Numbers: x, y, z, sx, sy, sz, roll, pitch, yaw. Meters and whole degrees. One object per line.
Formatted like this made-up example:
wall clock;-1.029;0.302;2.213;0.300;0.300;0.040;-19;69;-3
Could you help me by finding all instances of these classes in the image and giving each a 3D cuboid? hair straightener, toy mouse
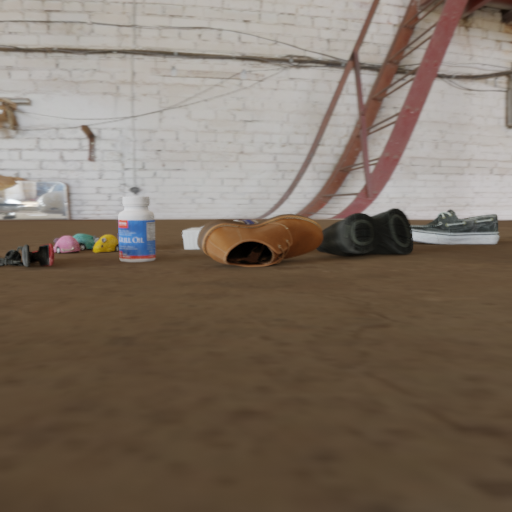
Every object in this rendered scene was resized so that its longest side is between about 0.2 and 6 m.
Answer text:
hair straightener;-3.892;-0.037;9.217;0.771;0.410;2.003;-3;6;-30
toy mouse;-3.891;-0.282;12.295;1.719;0.374;1.934;2;5;24

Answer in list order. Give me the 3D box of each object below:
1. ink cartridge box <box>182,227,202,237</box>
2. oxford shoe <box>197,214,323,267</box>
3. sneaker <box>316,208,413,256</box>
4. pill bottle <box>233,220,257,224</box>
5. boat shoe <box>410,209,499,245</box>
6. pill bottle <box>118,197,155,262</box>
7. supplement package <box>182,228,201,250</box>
ink cartridge box;-1.452;-0.647;15.513;0.953;0.294;1.174;-21;-1;10
oxford shoe;0.266;-0.141;9.405;2.448;0.873;0.872;-8;32;-35
sneaker;2.197;-0.420;11.233;2.512;0.954;1.140;2;-10;-40
pill bottle;-0.446;-0.709;15.853;0.625;0.625;1.126;4;6;39
boat shoe;5.119;-0.780;14.897;2.596;0.921;0.936;0;5;-2
pill bottle;-2.144;-0.482;10.048;0.649;1.156;0.649;-1;5;0
supplement package;-1.230;-0.407;12.921;0.791;0.462;0.464;0;9;22
